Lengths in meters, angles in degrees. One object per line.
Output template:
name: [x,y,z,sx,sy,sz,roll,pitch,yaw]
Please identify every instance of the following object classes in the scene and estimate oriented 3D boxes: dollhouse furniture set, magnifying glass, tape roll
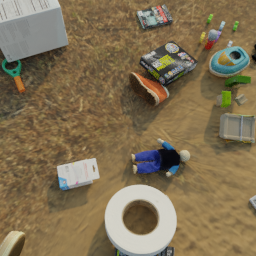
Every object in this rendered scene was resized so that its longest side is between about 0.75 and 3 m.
dollhouse furniture set: [4.151,-0.692,10.938,1.295,1.001,2.592,5,85,-5]
magnifying glass: [-4.698,-2.252,11.675,0.757,0.213,1.903,-24,66,-14]
tape roll: [0.402,2.916,8.994,2.310,0.422,2.310,1,49,-2]

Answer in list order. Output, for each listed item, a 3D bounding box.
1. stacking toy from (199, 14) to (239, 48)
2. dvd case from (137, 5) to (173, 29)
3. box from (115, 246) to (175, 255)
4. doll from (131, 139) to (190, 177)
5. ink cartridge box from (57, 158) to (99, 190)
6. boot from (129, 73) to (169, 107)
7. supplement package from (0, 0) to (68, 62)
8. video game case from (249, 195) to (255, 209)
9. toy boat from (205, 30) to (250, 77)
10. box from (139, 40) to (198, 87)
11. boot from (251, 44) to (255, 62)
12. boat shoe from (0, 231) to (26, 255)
stacking toy: [4.090,-4.331,12.520,1.364,0.425,1.809,22,67,9]
dvd case: [1.246,-5.185,13.039,1.433,0.158,1.046,-17,67,-8]
box: [0.412,4.718,8.485,1.850,0.511,2.309,5,66,3]
doll: [1.200,1.078,10.085,2.105,0.510,1.436,-7,68,-3]
ink cartridge box: [-1.726,1.619,9.868,1.376,0.467,0.792,-12,67,-5]
boot: [0.819,-1.667,11.301,0.979,0.685,1.826,-29,64,-31]
supplement package: [-4.203,-4.484,11.618,2.699,2.049,2.034,-21,66,-12]
video game case: [4.910,2.685,9.593,1.018,0.123,1.117,-28,68,-12]
toy boat: [3.947,-3.116,11.677,1.760,0.973,2.094,-29,70,-12]
box: [1.678,-2.697,11.561,1.931,0.427,1.547,-33,69,-27]
boot: [5.596,-3.232,12.122,0.626,0.283,0.764,-36,73,-12]
boat shoe: [-3.969,3.966,7.933,0.969,1.076,2.982,36,105,6]
